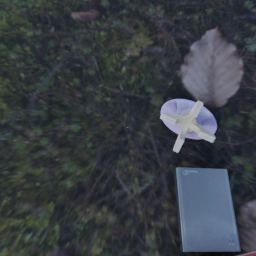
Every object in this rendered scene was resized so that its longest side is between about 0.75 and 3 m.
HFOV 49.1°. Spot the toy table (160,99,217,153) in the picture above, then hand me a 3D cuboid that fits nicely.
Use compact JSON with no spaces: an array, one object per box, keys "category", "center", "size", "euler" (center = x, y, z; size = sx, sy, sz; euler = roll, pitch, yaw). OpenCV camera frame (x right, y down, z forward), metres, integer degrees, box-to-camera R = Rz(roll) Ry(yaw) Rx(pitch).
[{"category":"toy table","center":[1.471,-0.122,6.787],"size":[1.454,0.851,1.336],"euler":[14,111,7]}]

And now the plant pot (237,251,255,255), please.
[{"category":"plant pot","center":[1.965,3.150,5.101],"size":[1.698,1.746,1.746],"euler":[-11,68,-15]}]

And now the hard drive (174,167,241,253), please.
[{"category":"hard drive","center":[1.750,1.819,6.357],"size":[1.280,0.302,1.834],"euler":[3,64,-8]}]
